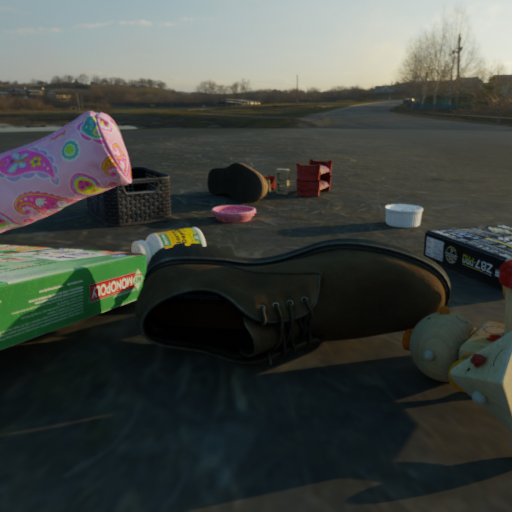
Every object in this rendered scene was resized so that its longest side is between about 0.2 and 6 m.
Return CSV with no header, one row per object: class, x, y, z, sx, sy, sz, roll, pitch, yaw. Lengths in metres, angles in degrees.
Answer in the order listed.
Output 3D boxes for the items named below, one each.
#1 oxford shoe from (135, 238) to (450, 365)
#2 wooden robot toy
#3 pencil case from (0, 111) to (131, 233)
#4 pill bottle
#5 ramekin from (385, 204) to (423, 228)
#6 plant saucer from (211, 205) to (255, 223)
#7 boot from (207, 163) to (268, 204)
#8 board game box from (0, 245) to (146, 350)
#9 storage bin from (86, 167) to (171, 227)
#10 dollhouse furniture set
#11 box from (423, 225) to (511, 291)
oxford shoe,0.352,0.579,5.437,3.106,1.129,1.311,-4,28,5
wooden robot toy,1.998,0.605,4.948,1.363,1.324,3.004,-1,11,39
pencil case,-2.858,-1.007,7.219,2.450,1.071,1.071,-20,15,4
pill bottle,-1.271,-0.083,8.115,0.981,0.553,0.553,-11,19,-31
ramekin,2.961,-0.800,11.274,0.740,0.361,0.740,-1,15,0
plant saucer,-0.474,-0.877,11.785,0.926,0.235,0.926,0,15,0
boot,-0.262,-1.846,14.100,0.980,0.956,2.598,-1,11,-29
board game box,-3.240,0.367,5.409,2.762,0.598,4.105,3,7,17
storage bin,-2.776,-1.315,12.035,1.380,0.957,2.041,-8,19,-28
dollhouse furniture set,0.892,-2.145,15.130,2.090,0.850,1.124,6,17,21
box,3.740,-0.014,8.256,1.621,0.494,2.011,-8,17,-20
